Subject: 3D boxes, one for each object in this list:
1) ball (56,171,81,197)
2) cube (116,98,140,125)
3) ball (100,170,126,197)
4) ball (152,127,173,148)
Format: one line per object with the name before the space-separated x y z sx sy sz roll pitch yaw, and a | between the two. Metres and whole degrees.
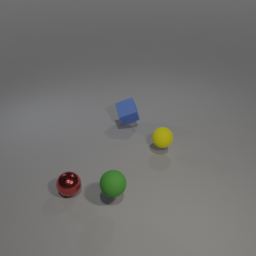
ball | -1.681 1.586 7.951 0.700 0.700 0.700 0 30 0
cube | -0.006 -0.651 11.051 0.700 0.700 0.700 -18 63 7
ball | -0.389 1.439 7.279 0.700 0.700 0.700 0 30 0
ball | 1.175 0.325 9.504 0.700 0.700 0.700 0 30 0
